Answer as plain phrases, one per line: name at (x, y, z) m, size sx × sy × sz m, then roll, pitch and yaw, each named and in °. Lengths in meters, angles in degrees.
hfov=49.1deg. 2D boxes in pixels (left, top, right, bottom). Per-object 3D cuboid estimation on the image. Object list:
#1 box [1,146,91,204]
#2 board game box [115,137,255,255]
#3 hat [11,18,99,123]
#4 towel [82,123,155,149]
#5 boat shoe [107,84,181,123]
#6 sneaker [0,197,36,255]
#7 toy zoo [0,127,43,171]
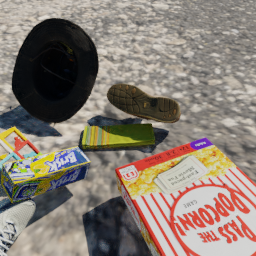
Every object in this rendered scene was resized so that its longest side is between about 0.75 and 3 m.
box at (-1.549, 0.857, 5.452) m, size 1.601 × 0.515 × 0.561 m, roll -13°, pitch 43°, yaw -42°
board game box at (1.295, 1.513, 4.972) m, size 2.175 × 0.665 × 2.871 m, roll -18°, pitch 40°, yaw -16°
hat at (-1.884, -1.538, 7.901) m, size 2.770 × 2.770 × 1.117 m, roll 14°, pitch 7°, yaw 14°
towel at (-0.247, 0.163, 7.190) m, size 1.819 × 0.164 × 0.783 m, roll -4°, pitch 43°, yaw -1°
boat shoe at (0.398, -0.574, 7.451) m, size 2.099 × 0.709 × 0.755 m, roll 20°, pitch 80°, yaw 21°
sneaker at (-2.277, 2.037, 4.633) m, size 0.891 × 0.806 × 2.091 m, roll 8°, pitch 44°, yaw 43°
toy zoo at (-2.524, 0.573, 6.209) m, size 1.355 × 0.139 × 0.889 m, roll 46°, pitch 51°, yaw -5°
